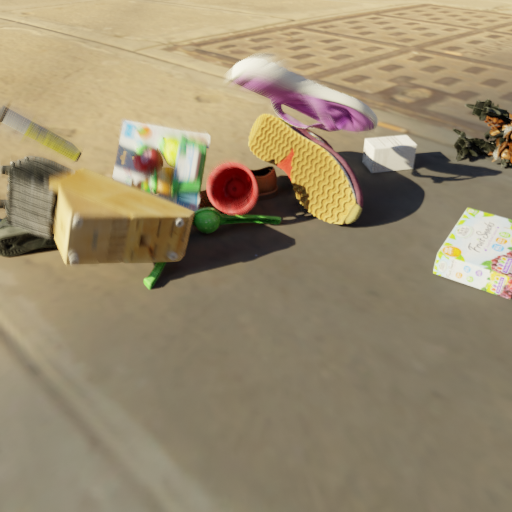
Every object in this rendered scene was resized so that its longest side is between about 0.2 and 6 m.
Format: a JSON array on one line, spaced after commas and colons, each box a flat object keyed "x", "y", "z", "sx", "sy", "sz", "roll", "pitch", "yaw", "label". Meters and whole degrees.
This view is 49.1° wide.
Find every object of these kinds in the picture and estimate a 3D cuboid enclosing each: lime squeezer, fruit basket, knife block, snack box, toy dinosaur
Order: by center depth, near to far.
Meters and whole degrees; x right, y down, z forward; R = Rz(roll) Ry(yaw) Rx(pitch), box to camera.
[{"x": -2.778, "y": -0.886, "z": 9.499, "sx": 2.815, "sy": 0.901, "sz": 2.472, "roll": -2, "pitch": 34, "yaw": -31, "label": "knife block"}, {"x": 4.049, "y": -0.104, "z": 9.818, "sx": 1.309, "sy": 0.488, "sz": 1.841, "roll": 19, "pitch": 39, "yaw": 26, "label": "snack box"}, {"x": -0.980, "y": -0.468, "z": 10.306, "sx": 3.125, "sy": 0.589, "sz": 1.104, "roll": -27, "pitch": 43, "yaw": -35, "label": "lime squeezer"}, {"x": -1.789, "y": -1.715, "z": 10.503, "sx": 1.676, "sy": 1.553, "sz": 0.786, "roll": 11, "pitch": -11, "yaw": -10, "label": "fruit basket"}, {"x": 5.911, "y": -2.816, "z": 13.458, "sx": 1.997, "sy": 1.503, "sz": 2.943, "roll": 10, "pitch": 14, "yaw": -11, "label": "toy dinosaur"}]

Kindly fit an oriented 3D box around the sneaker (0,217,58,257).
[{"x": -3.913, "y": -0.574, "z": 10.350, "sx": 1.750, "sy": 0.669, "sz": 1.002, "roll": -12, "pitch": 42, "yaw": -8, "label": "sneaker"}]

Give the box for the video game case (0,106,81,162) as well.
[{"x": -3.656, "y": -2.075, "z": 9.433, "sx": 1.297, "sy": 0.183, "sz": 1.436, "roll": 28, "pitch": 5, "yaw": -29, "label": "video game case"}]

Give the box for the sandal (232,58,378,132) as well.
[{"x": 0.866, "y": -2.726, "z": 10.419, "sx": 3.067, "sy": 0.754, "sz": 1.248, "roll": 15, "pitch": -4, "yaw": -26, "label": "sandal"}]

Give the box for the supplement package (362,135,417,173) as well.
[{"x": 3.093, "y": -2.374, "z": 13.034, "sx": 1.041, "sy": 0.631, "sz": 0.624, "roll": -6, "pitch": 35, "yaw": -9, "label": "supplement package"}]

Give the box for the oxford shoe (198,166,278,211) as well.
[{"x": -0.500, "y": -1.445, "z": 11.614, "sx": 2.037, "sy": 0.726, "sz": 0.726, "roll": -19, "pitch": 41, "yaw": -22, "label": "oxford shoe"}]

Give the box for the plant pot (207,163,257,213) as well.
[{"x": -0.421, "y": -1.288, "z": 10.697, "sx": 0.941, "sy": 0.941, "sz": 0.857, "roll": 3, "pitch": 6, "yaw": 5, "label": "plant pot"}]

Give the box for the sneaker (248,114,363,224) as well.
[{"x": 1.322, "y": -1.877, "z": 11.761, "sx": 1.531, "sy": 1.273, "sz": 3.398, "roll": 0, "pitch": 41, "yaw": -44, "label": "sneaker"}]
